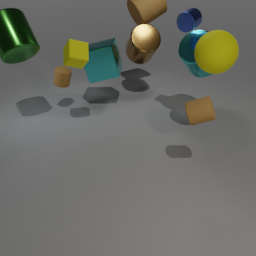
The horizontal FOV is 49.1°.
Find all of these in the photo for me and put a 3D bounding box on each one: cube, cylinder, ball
[{"bbox_3d":[-1.125,-2.985,12.359,1.400,1.400,1.400,-10,29,11],"label":"cube"},{"bbox_3d":[2.860,-2.908,11.106,1.400,1.400,1.400,21,-4,31],"label":"cylinder"},{"bbox_3d":[-1.828,-2.582,9.806,0.700,0.700,0.700,4,-15,-29],"label":"cube"},{"bbox_3d":[0.682,-3.909,13.148,1.400,1.400,1.400,-7,-8,-12],"label":"cylinder"},{"bbox_3d":[2.215,-3.900,10.118,0.700,0.700,0.700,21,42,30],"label":"cylinder"},{"bbox_3d":[2.918,-2.508,9.283,1.400,1.400,1.400,0,31,0],"label":"ball"},{"bbox_3d":[-4.065,-3.221,9.913,1.400,1.400,1.400,-26,-1,0],"label":"cylinder"},{"bbox_3d":[-2.833,-2.212,12.114,0.700,0.700,0.700,13,32,-8],"label":"cylinder"},{"bbox_3d":[2.078,-0.496,8.034,0.700,0.700,0.700,-15,25,22],"label":"cylinder"},{"bbox_3d":[0.883,-5.720,13.155,1.400,1.400,1.400,-34,38,-5],"label":"cylinder"}]
